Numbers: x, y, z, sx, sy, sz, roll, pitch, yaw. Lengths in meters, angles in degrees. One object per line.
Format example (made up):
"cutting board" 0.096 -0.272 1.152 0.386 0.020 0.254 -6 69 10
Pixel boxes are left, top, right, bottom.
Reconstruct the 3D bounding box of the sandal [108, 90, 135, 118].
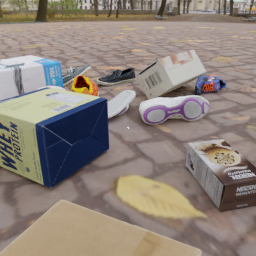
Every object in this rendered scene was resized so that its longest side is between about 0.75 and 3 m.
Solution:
"sandal" -0.338 -0.659 9.185 0.757 0.457 1.860 18 43 37

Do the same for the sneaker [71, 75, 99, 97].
"sneaker" -1.566 -1.486 10.286 1.029 1.088 2.819 -5 24 -8

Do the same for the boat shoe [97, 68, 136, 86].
"boat shoe" -0.510 -2.328 12.610 1.982 0.617 0.739 -15 31 -27

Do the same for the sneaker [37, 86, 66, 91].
"sneaker" -2.758 -0.284 7.884 2.571 0.973 1.182 -24 47 -12

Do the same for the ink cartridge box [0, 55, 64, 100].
"ink cartridge box" -3.931 -1.481 9.140 2.944 1.264 2.156 -21 30 -40

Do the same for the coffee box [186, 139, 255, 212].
"coffee box" 1.930 0.886 5.721 0.900 0.636 1.592 -6 26 -12

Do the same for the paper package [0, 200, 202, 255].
"paper package" -0.531 2.013 2.744 2.084 1.131 2.187 12 27 24

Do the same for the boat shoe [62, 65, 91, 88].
"boat shoe" -2.215 -2.034 10.757 1.825 0.564 0.664 -25 8 29

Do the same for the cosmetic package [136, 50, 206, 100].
"cosmetic package" 1.737 -2.121 10.963 1.352 1.141 2.616 -29 -1 44

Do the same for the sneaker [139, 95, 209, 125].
"sneaker" 1.443 -0.726 8.909 2.267 0.849 1.129 -5 26 -10

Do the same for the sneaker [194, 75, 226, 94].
"sneaker" 3.354 -1.762 11.373 1.834 0.691 0.719 -23 39 -37

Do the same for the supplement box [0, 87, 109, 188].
"supplement box" -1.855 0.041 6.532 2.049 1.377 2.051 14 26 30
